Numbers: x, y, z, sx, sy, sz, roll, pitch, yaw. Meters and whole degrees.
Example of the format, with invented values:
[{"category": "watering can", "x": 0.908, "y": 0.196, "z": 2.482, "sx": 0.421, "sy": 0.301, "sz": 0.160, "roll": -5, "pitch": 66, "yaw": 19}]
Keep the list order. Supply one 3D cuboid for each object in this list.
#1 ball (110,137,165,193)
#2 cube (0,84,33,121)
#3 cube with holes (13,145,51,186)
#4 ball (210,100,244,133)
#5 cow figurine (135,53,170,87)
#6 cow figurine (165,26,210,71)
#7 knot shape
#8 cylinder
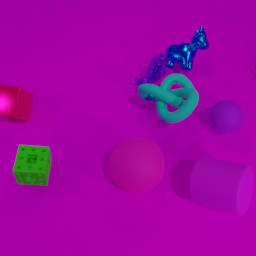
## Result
[{"category": "ball", "x": 0.232, "y": 0.937, "z": 7.103, "sx": 1.395, "sy": 1.395, "sz": 1.395, "roll": 0, "pitch": 58, "yaw": 0}, {"category": "cube", "x": -3.490, "y": -0.752, "z": 8.344, "sx": 0.899, "sy": 0.899, "sz": 0.899, "roll": 8, "pitch": 88, "yaw": 5}, {"category": "cube with holes", "x": -2.501, "y": 0.994, "z": 7.412, "sx": 0.770, "sy": 0.770, "sz": 0.770, "roll": 5, "pitch": 55, "yaw": -8}, {"category": "ball", "x": 2.877, "y": -0.329, "z": 8.163, "sx": 0.950, "sy": 0.950, "sz": 0.950, "roll": 0, "pitch": 58, "yaw": 0}, {"category": "cow figurine", "x": 0.767, "y": -1.780, "z": 9.086, "sx": 0.630, "sy": 1.149, "sz": 1.130, "roll": 40, "pitch": 51, "yaw": 20}, {"category": "cow figurine", "x": 1.955, "y": -2.665, "z": 9.369, "sx": 1.460, "sy": 1.436, "sz": 0.801, "roll": 14, "pitch": 13, "yaw": 25}, {"category": "knot shape", "x": 1.390, "y": -0.978, "z": 8.356, "sx": 1.906, "sy": 0.880, "sz": 1.783, "roll": 31, "pitch": 43, "yaw": 34}, {"category": "cylinder", "x": 2.260, "y": 1.372, "z": 6.766, "sx": 1.172, "sy": 1.172, "sz": 1.172, "roll": 8, "pitch": 53, "yaw": 38}]
